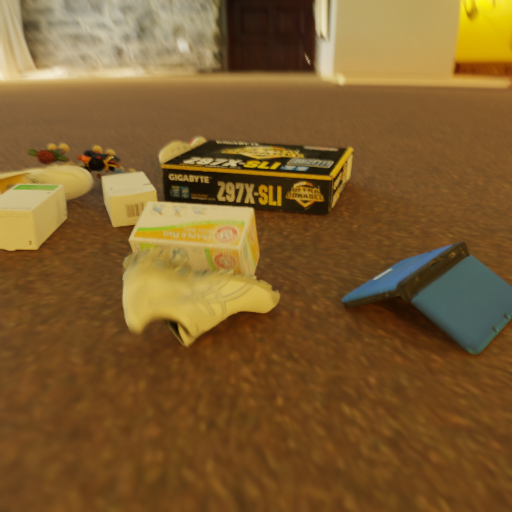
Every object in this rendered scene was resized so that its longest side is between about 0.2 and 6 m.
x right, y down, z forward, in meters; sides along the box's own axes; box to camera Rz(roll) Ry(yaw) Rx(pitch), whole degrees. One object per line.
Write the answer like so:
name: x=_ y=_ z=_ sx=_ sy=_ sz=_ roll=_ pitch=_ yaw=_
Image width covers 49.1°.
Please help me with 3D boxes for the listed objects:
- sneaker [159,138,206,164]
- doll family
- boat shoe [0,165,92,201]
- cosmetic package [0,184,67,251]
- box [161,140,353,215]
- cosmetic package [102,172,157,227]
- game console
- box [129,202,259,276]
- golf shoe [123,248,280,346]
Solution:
sneaker: x=-2.041 y=-2.644 z=15.124 sx=0.816 sy=0.768 sz=1.993 roll=-15 pitch=8 yaw=34
doll family: x=-3.846 y=-1.969 z=12.860 sx=2.583 sy=1.013 sz=1.493 roll=0 pitch=17 yaw=-7
boat shoe: x=-4.541 y=-1.498 z=11.636 sx=2.089 sy=0.772 sz=0.891 roll=-1 pitch=10 yaw=-1
cosmetic package: x=-4.144 y=-0.737 z=10.115 sx=0.942 sy=0.742 sz=1.750 roll=1 pitch=21 yaw=-3
box: x=0.133 y=-1.885 z=12.736 sx=3.713 sy=0.916 sz=2.965 roll=7 pitch=25 yaw=16
cosmetic package: x=-2.553 y=-1.162 z=11.245 sx=0.924 sy=0.665 sz=1.638 roll=-10 pitch=25 yaw=-19
game console: x=2.385 y=0.609 z=7.553 sx=1.863 sy=1.103 sz=1.590 roll=-23 pitch=1 yaw=-44
box: x=-0.850 y=-0.145 z=8.126 sx=1.644 sy=0.925 sz=0.833 roll=5 pitch=47 yaw=11
golf shoe: x=-0.678 y=0.618 z=6.912 sx=2.124 sy=1.033 sz=0.832 roll=14 pitch=-15 yaw=-31
